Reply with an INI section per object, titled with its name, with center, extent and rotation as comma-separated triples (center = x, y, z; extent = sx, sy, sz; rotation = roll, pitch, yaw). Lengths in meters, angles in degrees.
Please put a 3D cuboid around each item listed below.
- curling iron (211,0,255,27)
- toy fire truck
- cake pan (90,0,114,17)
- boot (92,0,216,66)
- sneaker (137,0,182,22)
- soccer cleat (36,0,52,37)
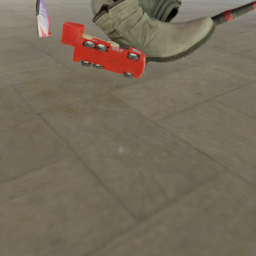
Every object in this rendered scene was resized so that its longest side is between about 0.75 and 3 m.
[curling iron]
center = 2.825, -3.280, 7.935
extent = 0.378, 0.733, 2.956
rotation = 18, -23, -35
[toy fire truck]
center = -0.603, -1.799, 6.361
extent = 2.064, 0.503, 1.456
rotation = 14, 30, -3
[cake pan]
center = -0.701, -3.525, 8.160
extent = 0.880, 0.880, 0.161
rotation = 16, 34, 23
[boot]
center = 0.452, -2.343, 6.351
extent = 2.645, 1.728, 0.895
rotation = -8, 44, 38
[sneaker]
center = 0.917, -3.652, 7.589
extent = 1.278, 0.911, 2.576
rotation = 28, 66, -3
[soccer cleat]
center = -2.249, -2.943, 7.470
extent = 0.373, 1.019, 0.348
rotation = -5, 39, -18
